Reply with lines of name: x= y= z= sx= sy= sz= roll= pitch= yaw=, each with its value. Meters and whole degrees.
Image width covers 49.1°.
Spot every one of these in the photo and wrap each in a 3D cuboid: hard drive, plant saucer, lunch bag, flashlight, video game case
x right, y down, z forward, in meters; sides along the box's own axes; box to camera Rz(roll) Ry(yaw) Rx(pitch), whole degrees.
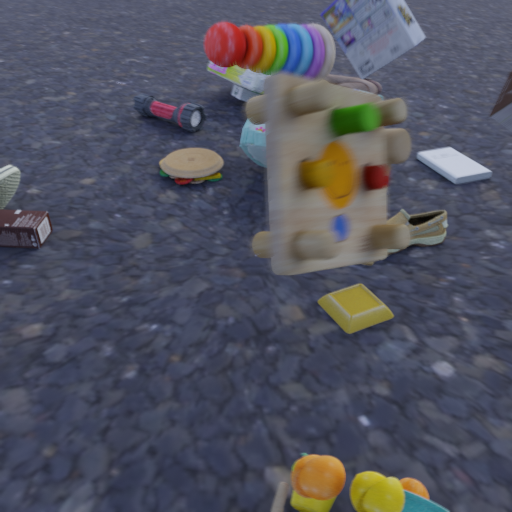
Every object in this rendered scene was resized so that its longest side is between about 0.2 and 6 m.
hard drive: x=4.480 y=-2.070 z=12.756 sx=0.954 sy=0.190 sz=1.446 roll=-12 pitch=36 yaw=-17
plant saucer: x=1.527 y=0.743 z=8.591 sx=0.870 sy=0.211 sz=0.870 roll=-15 pitch=37 yaw=-23
lunch bag: x=1.265 y=-2.699 z=12.294 sx=2.507 sy=1.795 sz=2.943 roll=13 pitch=31 yaw=18
flashlight: x=-2.371 y=-3.885 z=14.955 sx=2.190 sy=0.741 sz=0.744 roll=23 pitch=35 yaw=28
video game case: x=1.887 y=-3.799 z=9.222 sx=0.336 sy=1.341 sz=1.479 roll=-41 pitch=12 yaw=-21

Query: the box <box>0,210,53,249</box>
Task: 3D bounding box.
box: x=-4.476 y=-0.504 z=10.207 sx=1.285 sy=0.481 sz=0.643 roll=1 pitch=34 yaw=5

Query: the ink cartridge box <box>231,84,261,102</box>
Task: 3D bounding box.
ink cartridge box: x=-0.302 y=-4.698 z=16.288 sx=0.595 sy=0.342 sz=0.815 roll=9 pitch=21 yaw=-24

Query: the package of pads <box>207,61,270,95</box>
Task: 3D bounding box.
package of pads: x=0.023 y=-5.315 z=16.322 sx=2.085 sy=0.920 sz=2.699 roll=5 pitch=24 yaw=-40

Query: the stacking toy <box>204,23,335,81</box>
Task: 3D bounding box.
stacking toy: x=0.164 y=-2.839 z=7.710 sx=2.000 sy=0.854 sz=0.854 roll=-12 pitch=33 yaw=-42

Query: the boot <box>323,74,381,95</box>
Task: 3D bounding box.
boot: x=2.456 y=-5.053 z=16.739 sx=1.746 sy=0.839 sz=2.388 roll=-20 pitch=40 yaw=-36

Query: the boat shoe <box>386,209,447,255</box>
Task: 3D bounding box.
boat shoe: x=2.550 y=-0.513 z=9.999 sx=1.843 sy=0.702 sz=0.660 roll=-11 pitch=36 yaw=-16

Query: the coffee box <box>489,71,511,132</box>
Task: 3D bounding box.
coffee box: x=4.514 y=-2.097 z=8.368 sx=1.704 sy=0.679 sz=0.975 roll=32 pitch=71 yaw=-8

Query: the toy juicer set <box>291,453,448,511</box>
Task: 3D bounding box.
toy juicer set: x=1.395 y=2.297 z=5.141 sx=2.325 sy=1.479 sz=0.633 roll=15 pitch=58 yaw=21

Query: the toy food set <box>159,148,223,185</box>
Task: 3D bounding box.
toy food set: x=-1.447 y=-2.007 z=12.525 sx=1.441 sy=0.351 sz=1.427 roll=-7 pitch=35 yaw=-10

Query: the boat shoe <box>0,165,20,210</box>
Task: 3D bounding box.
boat shoe: x=-5.547 y=-0.976 z=10.303 sx=0.891 sy=1.067 sz=2.861 roll=35 pitch=46 yaw=5

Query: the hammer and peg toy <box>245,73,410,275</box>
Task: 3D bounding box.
hammer and peg toy: x=1.096 y=-0.810 z=6.180 sx=0.959 sy=2.000 sz=2.719 roll=1 pitch=5 yaw=43

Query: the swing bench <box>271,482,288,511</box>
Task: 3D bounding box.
swing bench: x=0.612 y=2.901 z=4.884 sx=1.274 sy=0.831 sz=1.281 roll=12 pitch=43 yaw=16
